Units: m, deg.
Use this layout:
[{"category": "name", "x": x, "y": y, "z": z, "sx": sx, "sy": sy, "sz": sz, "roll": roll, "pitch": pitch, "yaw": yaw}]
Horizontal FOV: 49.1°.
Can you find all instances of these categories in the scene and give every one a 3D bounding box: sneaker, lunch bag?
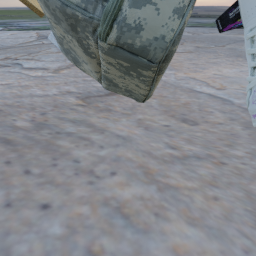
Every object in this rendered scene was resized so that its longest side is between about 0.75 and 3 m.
[{"category": "sneaker", "x": 1.327, "y": -0.519, "z": 2.296, "sx": 0.915, "sy": 1.837, "sz": 0.688, "roll": -29, "pitch": 9, "yaw": -29}, {"category": "lunch bag", "x": -0.307, "y": -1.884, "z": 4.518, "sx": 2.385, "sy": 1.981, "sz": 2.844, "roll": 22, "pitch": -8, "yaw": -1}]

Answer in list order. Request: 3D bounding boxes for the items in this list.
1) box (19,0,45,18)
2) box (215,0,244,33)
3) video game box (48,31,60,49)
[{"category": "box", "x": -2.292, "y": -2.932, "z": 5.530, "sx": 0.146, "sy": 1.122, "sz": 1.373, "roll": -33, "pitch": -16, "yaw": 13}, {"category": "box", "x": 2.717, "y": -2.434, "z": 5.122, "sx": 1.420, "sy": 0.358, "sz": 1.986, "roll": -17, "pitch": -3, "yaw": -13}, {"category": "video game box", "x": -1.358, "y": -2.170, "z": 7.765, "sx": 1.217, "sy": 0.313, "sz": 1.336, "roll": 41, "pitch": 24, "yaw": 7}]
